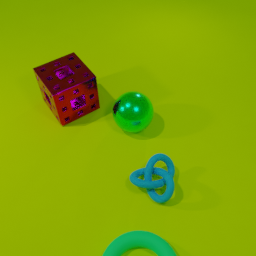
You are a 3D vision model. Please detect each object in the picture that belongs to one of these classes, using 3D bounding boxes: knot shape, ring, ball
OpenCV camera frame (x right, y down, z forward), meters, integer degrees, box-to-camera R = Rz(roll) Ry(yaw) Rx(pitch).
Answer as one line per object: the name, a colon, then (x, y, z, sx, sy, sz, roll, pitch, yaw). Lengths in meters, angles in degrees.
knot shape: (0.538, 1.114, 6.304, 1.013, 0.500, 1.082, 0, 58, 11)
ring: (0.221, 2.696, 5.237, 1.548, 0.310, 1.548, -1, 49, 1)
ball: (0.131, -0.415, 7.232, 1.069, 1.069, 1.069, 0, 52, 0)

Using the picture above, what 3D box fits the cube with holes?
cube with holes: (-1.631, -1.055, 7.615, 1.206, 1.206, 1.206, -29, 57, -20)
